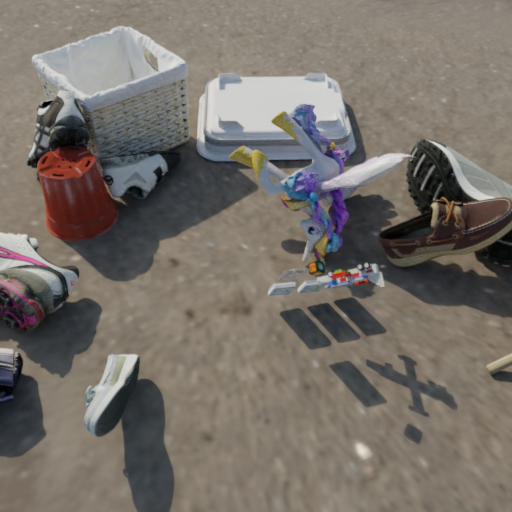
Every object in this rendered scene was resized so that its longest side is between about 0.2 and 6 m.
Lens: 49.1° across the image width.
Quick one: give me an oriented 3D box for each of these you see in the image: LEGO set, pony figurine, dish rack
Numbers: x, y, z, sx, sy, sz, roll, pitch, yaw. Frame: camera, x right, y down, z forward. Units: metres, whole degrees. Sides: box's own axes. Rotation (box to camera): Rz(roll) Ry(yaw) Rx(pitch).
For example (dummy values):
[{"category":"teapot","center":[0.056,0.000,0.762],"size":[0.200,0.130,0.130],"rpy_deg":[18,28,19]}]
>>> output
[{"category":"LEGO set","center":[0.977,0.425,8.124],"size":[1.338,1.791,0.440],"rpy_deg":[-4,75,-10]},{"category":"pony figurine","center":[1.148,-1.399,9.795],"size":[2.423,2.091,2.510],"rpy_deg":[-37,89,-11]},{"category":"dish rack","center":[0.409,-3.262,12.508],"size":[3.439,0.749,2.952],"rpy_deg":[-1,45,-2]}]

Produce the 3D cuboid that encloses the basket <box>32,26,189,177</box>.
[{"category":"basket","center":[-2.893,-3.259,11.661],"size":[2.362,1.900,2.341],"rpy_deg":[-32,54,-27]}]

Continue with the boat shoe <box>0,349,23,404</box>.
[{"category":"boat shoe","center":[-3.999,1.616,7.430],"size":[1.678,0.626,0.778],"rpy_deg":[0,23,-22]}]

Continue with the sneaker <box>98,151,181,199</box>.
[{"category":"sneaker","center":[-2.205,-1.591,10.960],"size":[0.747,0.892,2.016],"rpy_deg":[1,16,35]}]

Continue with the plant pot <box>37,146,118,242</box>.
[{"category":"plant pot","center":[-3.259,-1.175,10.049],"size":[1.323,1.286,1.323],"rpy_deg":[0,45,0]}]

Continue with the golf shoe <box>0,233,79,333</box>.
[{"category":"golf shoe","center":[-4.218,0.117,9.033],"size":[2.888,1.048,1.330],"rpy_deg":[28,45,15]}]

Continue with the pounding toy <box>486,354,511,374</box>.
[{"category":"pounding toy","center":[4.550,1.140,7.655],"size":[1.745,1.895,1.347],"rpy_deg":[-15,46,-34]}]

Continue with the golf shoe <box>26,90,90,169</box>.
[{"category":"golf shoe","center":[-3.790,-2.341,10.689],"size":[0.907,2.332,1.102],"rpy_deg":[-4,83,-39]}]

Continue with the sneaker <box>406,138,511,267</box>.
[{"category":"sneaker","center":[3.939,-1.034,10.167],"size":[1.259,1.174,3.176],"rpy_deg":[-12,48,-31]}]

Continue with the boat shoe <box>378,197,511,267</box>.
[{"category":"boat shoe","center":[3.045,-0.501,9.038],"size":[2.209,0.795,0.797],"rpy_deg":[-19,42,29]}]

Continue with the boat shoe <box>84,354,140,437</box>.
[{"category":"boat shoe","center":[-1.939,1.770,7.324],"size":[0.492,0.565,1.534],"rpy_deg":[9,24,2]}]
